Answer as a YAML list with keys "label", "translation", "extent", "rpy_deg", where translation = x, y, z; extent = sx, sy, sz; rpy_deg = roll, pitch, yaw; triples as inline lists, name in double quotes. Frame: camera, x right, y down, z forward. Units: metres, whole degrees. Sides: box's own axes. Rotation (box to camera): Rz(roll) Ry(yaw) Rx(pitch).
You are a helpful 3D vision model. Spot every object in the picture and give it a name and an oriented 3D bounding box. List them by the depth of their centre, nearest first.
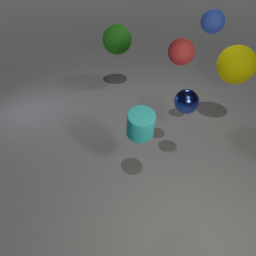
- label: "cylinder"
  translation: [0.315, -0.091, 6.996]
  extent: [0.700, 0.700, 0.700]
  rpy_deg: [1, 51, -2]
- label: "ball"
  translation: [1.403, -2.000, 7.361]
  extent: [0.700, 0.700, 0.700]
  rpy_deg: [0, 31, 0]
- label: "ball"
  translation: [1.643, -0.744, 7.859]
  extent: [0.700, 0.700, 0.700]
  rpy_deg: [0, 31, 0]
- label: "ball"
  translation: [2.503, -3.149, 8.276]
  extent: [0.700, 0.700, 0.700]
  rpy_deg: [0, 31, 0]
- label: "ball"
  translation: [3.964, -2.316, 10.245]
  extent: [1.400, 1.400, 1.400]
  rpy_deg: [0, 31, 0]
- label: "ball"
  translation: [-0.519, -4.244, 13.439]
  extent: [1.400, 1.400, 1.400]
  rpy_deg: [0, 31, 0]
